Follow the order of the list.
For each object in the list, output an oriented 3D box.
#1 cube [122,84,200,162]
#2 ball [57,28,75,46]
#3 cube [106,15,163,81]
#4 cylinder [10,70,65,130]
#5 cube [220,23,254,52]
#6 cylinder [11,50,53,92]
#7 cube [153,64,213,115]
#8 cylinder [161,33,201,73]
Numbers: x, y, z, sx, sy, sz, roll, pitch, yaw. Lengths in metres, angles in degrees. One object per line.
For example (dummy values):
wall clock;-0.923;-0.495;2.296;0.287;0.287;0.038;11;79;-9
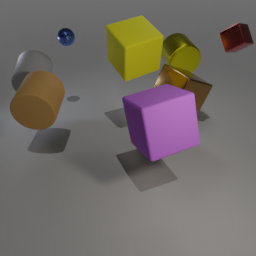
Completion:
cube;0.828;-0.200;7.266;1.400;1.400;1.400;-18;23;-15
ball;-2.505;-3.680;11.337;0.700;0.700;0.700;0;29;0
cube;0.193;-2.708;9.521;1.400;1.400;1.400;-23;56;-18
cylinder;-2.854;-0.901;8.990;1.400;1.400;1.400;1;41;1
cube;3.599;-2.974;9.283;0.700;0.700;0.700;-14;-4;-42
cylinder;-3.782;-2.142;11.183;1.400;1.400;1.400;-2;49;-3
cube;1.909;-1.332;10.285;1.400;1.400;1.400;5;29;-40
cylinder;2.266;-3.213;12.198;1.400;1.400;1.400;-5;39;-9
